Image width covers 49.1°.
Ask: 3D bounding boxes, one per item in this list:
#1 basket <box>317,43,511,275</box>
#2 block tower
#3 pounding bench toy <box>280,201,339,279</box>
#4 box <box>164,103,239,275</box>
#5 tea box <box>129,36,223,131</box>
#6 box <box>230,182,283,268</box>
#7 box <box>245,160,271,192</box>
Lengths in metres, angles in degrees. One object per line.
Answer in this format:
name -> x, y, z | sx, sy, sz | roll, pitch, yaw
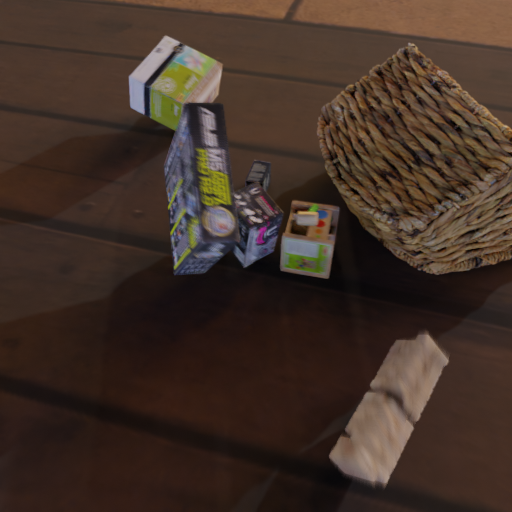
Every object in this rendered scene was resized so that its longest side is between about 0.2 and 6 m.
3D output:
basket -> 3.211, -1.459, 10.863 | 2.852, 2.977, 3.996 | -36, 48, 12
block tower -> 1.845, 2.059, 7.665 | 2.122, 0.573, 0.614 | -50, 19, -28
pounding bench toy -> 0.978, -0.521, 9.863 | 0.873, 1.405, 1.096 | 9, 48, 9
box -> -0.955, -0.924, 8.928 | 0.574, 2.593, 2.077 | -5, 79, -17
tea box -> -1.828, -3.884, 12.817 | 1.551, 1.053, 1.576 | 27, 62, 3
box -> -0.094, -0.532, 9.857 | 0.725, 1.263, 0.835 | -29, 66, -21
box -> 0.046, -1.529, 11.435 | 0.368, 0.522, 0.705 | 10, 46, 10
